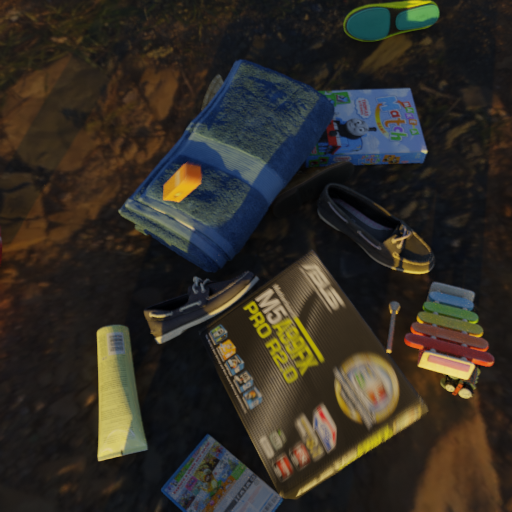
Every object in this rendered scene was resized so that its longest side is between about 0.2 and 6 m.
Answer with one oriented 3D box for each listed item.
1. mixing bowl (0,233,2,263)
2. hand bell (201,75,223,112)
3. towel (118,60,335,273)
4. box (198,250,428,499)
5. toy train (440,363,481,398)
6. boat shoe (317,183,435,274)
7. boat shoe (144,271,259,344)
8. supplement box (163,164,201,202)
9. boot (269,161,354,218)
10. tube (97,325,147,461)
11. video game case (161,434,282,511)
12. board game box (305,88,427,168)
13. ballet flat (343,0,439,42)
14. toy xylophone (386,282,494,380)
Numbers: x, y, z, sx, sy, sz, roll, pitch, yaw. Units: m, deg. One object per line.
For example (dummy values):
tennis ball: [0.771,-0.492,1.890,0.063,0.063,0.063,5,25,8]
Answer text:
mixing bowl: [-5.777,0.069,10.670,2.195,1.189,2.195,0,57,0]
hand bell: [-0.228,-3.385,13.146,1.892,0.985,0.985,26,61,0]
towel: [-0.489,-1.981,11.587,2.556,1.111,4.577,28,70,21]
box: [0.750,1.746,8.691,2.407,0.665,3.004,-36,57,6]
toy train: [3.609,2.058,9.826,0.569,0.426,0.999,25,39,13]
boat shoe: [2.397,-0.565,11.302,2.702,0.770,0.903,33,66,18]
boat shoe: [-1.032,0.772,9.888,2.314,0.841,0.726,-30,94,21]
supplement box: [-1.333,-1.281,9.985,0.335,1.007,0.347,6,70,-30]
boot: [1.105,-1.620,11.994,2.054,0.756,0.775,-26,51,-8]
tube: [-2.422,2.333,9.751,0.580,0.648,2.233,11,54,-38]
video game case: [-0.554,3.847,9.020,1.614,0.144,1.155,35,66,19]
board game box: [2.388,-2.988,12.948,2.668,0.488,2.018,-2,58,-2]
ballet flat: [3.468,-6.285,14.835,2.717,0.908,0.911,-12,38,-10]
toy xylophone: [3.186,1.305,9.938,1.657,0.569,2.264,9,33,6]
